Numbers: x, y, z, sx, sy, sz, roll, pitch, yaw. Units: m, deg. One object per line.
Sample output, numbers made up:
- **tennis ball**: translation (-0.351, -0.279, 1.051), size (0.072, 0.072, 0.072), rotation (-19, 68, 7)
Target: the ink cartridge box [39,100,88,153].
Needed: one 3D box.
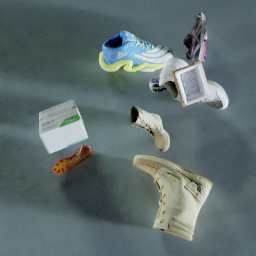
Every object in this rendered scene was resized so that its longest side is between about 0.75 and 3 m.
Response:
- **ink cartridge box**: translation (-1.894, -0.102, 8.097), size (1.161, 0.668, 1.590), rotation (-22, 29, -6)

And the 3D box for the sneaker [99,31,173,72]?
- **sneaker**: translation (0.310, -2.524, 9.215), size (2.558, 1.344, 0.969), rotation (-11, 67, -7)

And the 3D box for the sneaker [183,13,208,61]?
- **sneaker**: translation (2.342, -3.192, 9.789), size (0.814, 0.757, 1.886), rotation (-1, 65, 16)

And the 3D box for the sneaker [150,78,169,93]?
- **sneaker**: translation (1.368, -1.533, 9.304), size (1.306, 0.527, 0.545), rotation (-1, 51, -5)

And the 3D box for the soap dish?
- **soap dish**: translation (1.738, -1.224, 7.761), size (0.832, 0.429, 1.057), rotation (-21, 107, 1)

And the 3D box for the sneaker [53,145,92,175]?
- **sneaker**: translation (-1.588, 1.000, 8.208), size (1.290, 0.498, 0.471), rotation (-30, 63, -4)

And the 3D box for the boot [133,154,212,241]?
- **boot**: translation (0.947, 1.848, 7.688), size (2.281, 0.830, 1.773), rotation (23, 71, 8)

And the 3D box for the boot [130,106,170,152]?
- **boot**: translation (0.612, 0.017, 8.218), size (1.086, 0.506, 1.404), rotation (21, 39, -38)

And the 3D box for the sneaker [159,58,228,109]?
- **sneaker**: translation (1.968, -1.096, 8.645), size (2.392, 0.895, 1.191), rotation (30, 65, -8)
